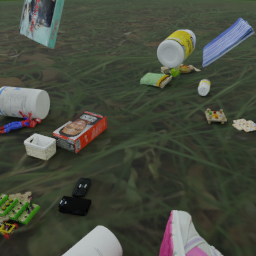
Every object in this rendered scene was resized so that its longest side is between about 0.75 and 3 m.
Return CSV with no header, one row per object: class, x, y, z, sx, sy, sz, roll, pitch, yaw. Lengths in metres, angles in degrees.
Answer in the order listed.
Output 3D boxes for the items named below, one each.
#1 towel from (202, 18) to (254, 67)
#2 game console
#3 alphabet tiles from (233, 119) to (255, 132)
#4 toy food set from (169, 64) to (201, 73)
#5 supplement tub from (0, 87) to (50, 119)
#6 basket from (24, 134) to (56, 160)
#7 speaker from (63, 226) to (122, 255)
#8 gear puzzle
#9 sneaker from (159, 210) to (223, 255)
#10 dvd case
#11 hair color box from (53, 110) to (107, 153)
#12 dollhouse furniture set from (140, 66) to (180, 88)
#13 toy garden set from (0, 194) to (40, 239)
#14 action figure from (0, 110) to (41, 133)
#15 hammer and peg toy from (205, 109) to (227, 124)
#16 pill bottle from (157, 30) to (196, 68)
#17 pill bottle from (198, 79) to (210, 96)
towel,2.444,-2.203,7.097,1.341,0.221,1.852,-36,13,28
game console,-1.176,1.627,6.843,0.699,0.143,1.185,6,33,10
alphabet tiles,4.088,-0.090,9.792,0.794,0.058,0.777,-10,32,-17
toy food set,2.871,-3.182,14.697,1.639,0.329,1.131,-11,33,-18
supplement tub,-3.834,-0.913,10.179,1.656,1.093,1.093,6,31,11
basket,-2.576,0.564,8.282,0.784,0.484,0.532,14,33,20
speaker,-0.941,2.509,4.775,0.745,0.745,1.835,24,39,34
gear puzzle,-3.018,1.916,6.336,1.608,0.211,0.833,-8,34,-8
sneaker,1.281,2.580,4.399,1.306,1.204,2.961,4,32,-10
dvd case,-2.332,-3.109,7.453,0.240,1.590,2.178,3,22,-40
hair color box,-1.503,0.066,9.074,0.868,0.524,1.711,16,35,23
dollhouse furniture set,1.675,-2.923,13.362,1.250,0.966,2.501,18,43,28
toy garden set,-2.622,1.839,6.022,1.078,0.215,0.899,10,36,19
action figure,-3.752,-0.274,9.483,1.531,0.758,0.500,-10,33,-21
hammer and peg toy,3.183,-0.498,10.206,0.686,0.329,0.933,3,31,4
pill bottle,1.246,-2.005,6.900,0.677,0.677,1.209,16,41,25
pill bottle,3.303,-1.749,12.151,0.484,0.484,0.846,10,33,16
